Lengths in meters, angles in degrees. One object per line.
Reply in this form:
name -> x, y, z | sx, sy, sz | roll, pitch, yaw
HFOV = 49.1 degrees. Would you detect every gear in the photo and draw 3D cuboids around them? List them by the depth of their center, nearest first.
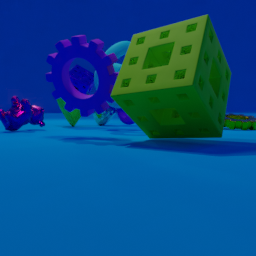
gear -> -0.767, -0.867, 4.793 | 1.340, 1.340, 0.248 | 1, 23, 22
gear -> 2.877, -0.177, 7.388 | 1.155, 0.214, 1.155 | 2, 13, 0

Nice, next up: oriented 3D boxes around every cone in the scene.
cone -> -1.452, -0.765, 8.589 | 1.094, 1.090, 1.090 | -30, 14, -19

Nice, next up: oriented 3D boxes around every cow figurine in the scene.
cow figurine -> -2.496, -0.238, 6.698 | 0.599, 1.074, 1.091 | 16, 50, 22

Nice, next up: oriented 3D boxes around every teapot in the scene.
teapot -> -0.822, -0.504, 9.181 | 0.631, 0.801, 1.288 | 43, -5, 3

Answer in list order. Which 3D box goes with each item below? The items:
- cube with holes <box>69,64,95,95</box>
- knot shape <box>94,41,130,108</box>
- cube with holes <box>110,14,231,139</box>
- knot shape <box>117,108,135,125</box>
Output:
cube with holes -> -1.426, -1.271, 8.156 | 0.705, 0.705, 0.705 | 29, 38, -3
knot shape -> 0.084, -1.224, 6.933 | 1.801, 0.889, 1.925 | 5, -26, -9
cube with holes -> 0.704, -0.655, 4.148 | 1.194, 1.194, 1.194 | -2, -33, 35
knot shape -> 0.089, -0.893, 9.270 | 1.857, 0.858, 1.738 | -14, 50, -6
